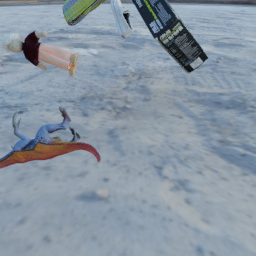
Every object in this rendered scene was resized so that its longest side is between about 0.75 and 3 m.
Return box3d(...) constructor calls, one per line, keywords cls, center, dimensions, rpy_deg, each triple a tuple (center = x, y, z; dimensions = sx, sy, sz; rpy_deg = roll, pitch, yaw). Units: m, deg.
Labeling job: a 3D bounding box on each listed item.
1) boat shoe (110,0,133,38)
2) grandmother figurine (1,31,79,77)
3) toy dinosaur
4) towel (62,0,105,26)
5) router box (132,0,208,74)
box3d(cls="boat shoe", center=(-0.087, -1.879, 4.665), dimensions=(0.252, 0.766, 0.275), rpy_deg=(-22, -22, 31))
box3d(cls="grandmother figurine", center=(-2.486, -2.161, 7.898), dimensions=(2.115, 1.282, 0.640), rpy_deg=(16, 36, -5))
box3d(cls="toy dinosaur", center=(-1.575, 0.279, 4.462), dimensions=(1.544, 0.893, 1.702), rpy_deg=(-35, 40, -20))
box3d(cls="towel", center=(-1.482, -4.379, 9.553), dimensions=(1.813, 0.287, 2.524), rpy_deg=(-38, 38, 8))
box3d(cls="router box", center=(1.315, -3.478, 9.411), dimensions=(2.170, 0.900, 2.896), rpy_deg=(28, 32, -46))
